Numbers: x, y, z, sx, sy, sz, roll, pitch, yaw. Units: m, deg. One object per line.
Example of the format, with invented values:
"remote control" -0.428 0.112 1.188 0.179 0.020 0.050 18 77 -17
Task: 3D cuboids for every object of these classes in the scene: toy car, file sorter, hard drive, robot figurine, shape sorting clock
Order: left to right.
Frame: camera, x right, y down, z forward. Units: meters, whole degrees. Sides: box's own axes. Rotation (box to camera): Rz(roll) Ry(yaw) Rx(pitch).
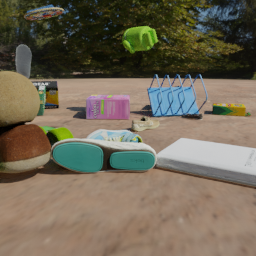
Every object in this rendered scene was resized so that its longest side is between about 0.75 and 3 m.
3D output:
"toy car" -2.860 -0.475 6.505 2.265 2.870 2.358 2 12 42
"shape sorting clock" -2.882 -3.912 9.628 1.350 0.265 1.350 -15 13 4
"robot figurine" 0.498 -4.229 13.316 1.855 1.073 1.628 12 43 43
"file sorter" 2.362 -1.650 13.575 2.397 1.664 1.471 -3 -29 -12
"hard drive" 2.409 0.799 6.946 2.895 0.380 1.909 7 15 29

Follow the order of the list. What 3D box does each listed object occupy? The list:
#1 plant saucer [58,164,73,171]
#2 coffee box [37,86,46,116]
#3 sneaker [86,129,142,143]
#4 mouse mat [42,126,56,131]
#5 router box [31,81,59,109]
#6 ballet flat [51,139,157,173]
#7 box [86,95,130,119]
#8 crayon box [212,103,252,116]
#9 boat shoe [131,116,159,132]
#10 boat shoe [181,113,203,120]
"plant saucer" -1.238 0.826 7.265 1.129 0.207 1.129 1 12 0
"coffee box" -4.426 -1.421 14.269 0.341 0.955 1.553 2 35 -12
"sneaker" -0.325 0.412 8.046 1.675 0.666 1.093 -10 15 -33
"mouse mat" -3.420 0.057 10.986 0.799 0.037 0.993 11 18 40
"router box" -5.000 -1.788 15.431 2.257 1.683 0.576 -4 51 -14
"ballet flat" -0.557 0.618 6.760 2.474 0.859 0.859 4 12 -7
"box" -0.911 -1.056 13.701 2.010 0.972 1.768 0 13 2
"crayon box" 5.316 -0.954 14.400 1.866 0.474 1.184 4 14 15
"boat shoe" 0.721 -0.217 11.136 1.507 0.490 0.544 -12 18 -42
"boat shoe" 3.014 -0.586 13.167 1.052 0.300 0.352 9 16 35
